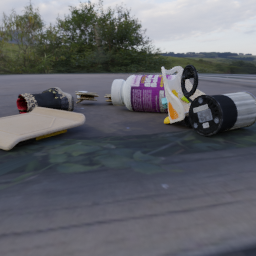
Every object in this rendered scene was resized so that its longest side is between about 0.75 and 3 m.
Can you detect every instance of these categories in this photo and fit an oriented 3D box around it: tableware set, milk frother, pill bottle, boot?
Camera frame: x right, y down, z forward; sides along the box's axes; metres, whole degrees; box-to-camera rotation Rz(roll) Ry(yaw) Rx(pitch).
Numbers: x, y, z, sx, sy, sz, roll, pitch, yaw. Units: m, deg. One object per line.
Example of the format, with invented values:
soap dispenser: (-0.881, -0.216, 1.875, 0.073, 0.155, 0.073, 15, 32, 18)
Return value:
tableware set: (-1.335, -1.397, 13.987, 2.573, 0.516, 1.701, 5, 1, -6)
milk frother: (2.761, -0.946, 8.789, 1.956, 2.079, 1.877, -9, 13, -36)
pill bottle: (0.778, -1.497, 12.084, 2.819, 1.583, 1.583, 3, 14, 14)
boot: (-3.753, -1.162, 12.076, 2.013, 0.978, 2.673, -10, 23, -38)

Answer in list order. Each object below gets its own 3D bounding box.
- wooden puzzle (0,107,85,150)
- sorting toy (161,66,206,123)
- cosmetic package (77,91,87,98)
wooden puzzle: (-3.071, -0.015, 8.424, 2.548, 0.513, 2.755, 9, 21, 33)
sorting toy: (1.798, -1.266, 9.924, 1.151, 1.939, 2.154, -17, -1, 41)
cosmetic package: (-2.670, -1.930, 16.370, 0.527, 0.384, 1.036, -1, 15, -4)
